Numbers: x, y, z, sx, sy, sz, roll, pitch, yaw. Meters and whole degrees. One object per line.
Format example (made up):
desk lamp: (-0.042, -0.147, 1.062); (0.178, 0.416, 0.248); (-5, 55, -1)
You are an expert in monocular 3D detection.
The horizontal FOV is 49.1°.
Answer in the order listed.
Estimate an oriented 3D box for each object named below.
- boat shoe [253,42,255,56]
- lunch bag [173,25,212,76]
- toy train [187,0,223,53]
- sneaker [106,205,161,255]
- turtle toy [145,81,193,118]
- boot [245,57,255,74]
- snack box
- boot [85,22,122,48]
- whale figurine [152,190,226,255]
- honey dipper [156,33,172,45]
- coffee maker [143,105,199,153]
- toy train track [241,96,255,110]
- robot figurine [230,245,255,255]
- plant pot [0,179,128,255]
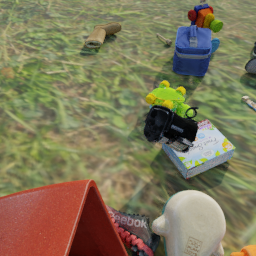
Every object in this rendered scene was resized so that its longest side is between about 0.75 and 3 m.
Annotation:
boat shoe: (5.768, -3.643, 12.190); (0.536, 0.476, 1.435); (23, 49, 22)
lunch bag: (2.569, -3.207, 11.104); (1.410, 1.373, 2.075); (7, 46, 7)
toy train: (3.340, -4.545, 11.598); (1.128, 2.665, 1.542); (-19, 52, -19)
sneaker: (0.021, 2.173, 6.215); (1.666, 0.589, 0.814); (32, 53, 26)
turtle toy: (1.355, -0.785, 9.052); (1.603, 0.810, 1.168); (27, 51, 25)
boot: (5.519, -1.952, 10.344); (2.147, 0.749, 1.413); (4, 50, 10)
snack box: (1.945, 0.553, 7.885); (1.557, 0.527, 1.313); (-21, 48, -14)
boot: (-1.092, -4.200, 12.753); (1.434, 0.541, 1.637); (-4, 42, 15)
whale figurine: (1.185, 2.350, 5.888); (1.628, 1.062, 2.046); (23, 70, -6)
honey dipper: (1.639, -4.127, 12.884); (0.212, 0.212, 1.119); (-21, 47, -20)
coffee maker: (1.102, -0.114, 7.057); (0.884, 1.312, 1.260); (-6, 70, 40)
toy train track: (4.427, -0.654, 9.328); (0.883, 0.250, 1.540); (-21, 48, -20)
robot figurine: (2.759, 2.783, 5.388); (1.536, 1.105, 0.896); (2, 75, 1)
plant pot: (-1.735, 2.750, 4.180); (2.619, 2.972, 2.970); (-1, 44, 14)
